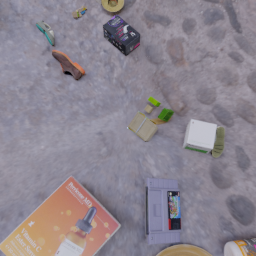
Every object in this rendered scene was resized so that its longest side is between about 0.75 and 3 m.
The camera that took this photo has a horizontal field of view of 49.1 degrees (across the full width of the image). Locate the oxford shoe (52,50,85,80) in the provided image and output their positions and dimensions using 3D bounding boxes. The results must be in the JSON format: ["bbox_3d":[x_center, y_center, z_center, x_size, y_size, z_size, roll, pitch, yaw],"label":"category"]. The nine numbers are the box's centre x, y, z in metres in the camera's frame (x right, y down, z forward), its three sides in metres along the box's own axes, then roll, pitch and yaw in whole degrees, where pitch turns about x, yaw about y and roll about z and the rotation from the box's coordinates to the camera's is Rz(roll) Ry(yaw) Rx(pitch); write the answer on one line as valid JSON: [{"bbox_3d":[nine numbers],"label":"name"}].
[{"bbox_3d":[-2.394,-2.412,10.683,1.546,0.550,0.561,37,80,12],"label":"oxford shoe"}]

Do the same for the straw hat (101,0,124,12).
[{"bbox_3d":[-0.627,-5.216,11.698,0.996,0.421,0.996,1,84,-5],"label":"straw hat"}]

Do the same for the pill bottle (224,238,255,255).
[{"bbox_3d":[4.114,3.829,8.031,2.347,1.366,1.366,-7,71,-3],"label":"pill bottle"}]

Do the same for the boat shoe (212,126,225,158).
[{"bbox_3d":[3.126,0.487,9.740,0.406,0.371,1.085,13,92,-1],"label":"boat shoe"}]

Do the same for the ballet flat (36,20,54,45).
[{"bbox_3d":[-3.219,-3.864,11.247,0.407,0.431,1.278,-34,74,-17],"label":"ballet flat"}]

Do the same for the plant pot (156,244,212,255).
[{"bbox_3d":[1.689,4.819,8.228,2.607,0.358,2.607,0,70,-1],"label":"plant pot"}]

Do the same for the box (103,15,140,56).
[{"bbox_3d":[-0.252,-3.631,11.005,0.814,0.706,1.331,-42,76,-13],"label":"box"}]

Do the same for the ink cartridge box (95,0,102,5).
[{"bbox_3d":[-1.426,-6.161,11.971,1.670,0.562,0.970,41,76,13],"label":"ink cartridge box"}]

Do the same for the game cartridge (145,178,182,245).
[{"bbox_3d":[1.096,2.551,8.707,1.253,0.371,1.933,8,72,-27],"label":"game cartridge"}]

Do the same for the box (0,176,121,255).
[{"bbox_3d":[-1.856,3.148,8.234,2.063,1.441,2.709,41,76,13],"label":"box"}]

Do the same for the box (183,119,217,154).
[{"bbox_3d":[2.449,0.299,9.586,0.904,0.778,0.908,13,71,5],"label":"box"}]

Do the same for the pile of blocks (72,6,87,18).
[{"bbox_3d":[-2.037,-4.840,11.719,0.792,0.325,0.246,-42,33,-22],"label":"pile of blocks"}]

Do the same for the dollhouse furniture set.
[{"bbox_3d":[0.807,-0.294,10.046,0.928,0.711,1.417,40,103,20],"label":"dollhouse furniture set"}]
